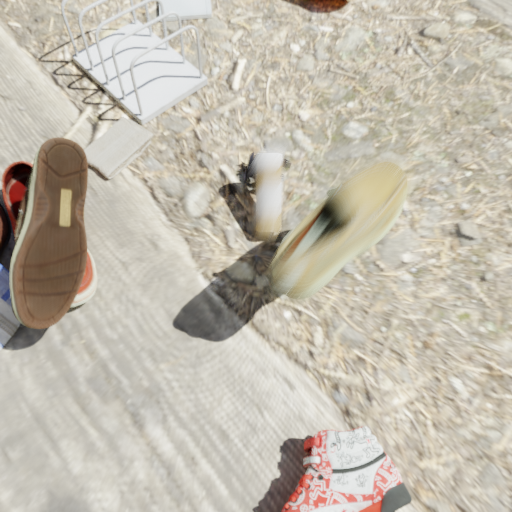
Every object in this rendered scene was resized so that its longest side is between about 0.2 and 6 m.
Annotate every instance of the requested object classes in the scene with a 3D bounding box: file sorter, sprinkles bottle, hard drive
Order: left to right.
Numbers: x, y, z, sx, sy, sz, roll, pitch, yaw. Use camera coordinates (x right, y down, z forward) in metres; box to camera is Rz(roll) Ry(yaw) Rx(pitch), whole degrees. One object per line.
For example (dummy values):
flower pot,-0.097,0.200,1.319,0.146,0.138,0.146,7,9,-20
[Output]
file sorter,-2.544,-4.401,11.601,1.778,1.595,2.562,-38,67,-20
hard drive,-1.681,-5.898,13.262,1.216,0.162,0.802,-6,61,-3
sprinkles bottle,0.225,-1.121,9.924,0.470,0.470,1.379,0,98,0

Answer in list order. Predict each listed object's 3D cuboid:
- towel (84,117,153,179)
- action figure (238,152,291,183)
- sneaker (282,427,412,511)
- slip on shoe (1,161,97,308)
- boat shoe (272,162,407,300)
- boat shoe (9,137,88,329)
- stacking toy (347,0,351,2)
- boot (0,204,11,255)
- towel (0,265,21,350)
towel,-2.757,-2.158,11.117,0.883,0.230,1.332,34,67,19
action figure,0.152,-1.621,10.635,1.070,0.546,0.636,15,84,48
sneaker,0.765,3.271,7.709,2.477,0.827,1.328,-19,61,-15
slip on shoe,-3.691,-0.417,9.721,1.139,0.941,3.075,-24,65,-15
boat shoe,1.260,-0.560,7.806,0.965,1.025,2.692,30,62,28
boat shoe,-3.248,-0.321,8.815,1.082,1.084,2.931,16,77,-34
stacking toy,1.307,-6.704,13.244,2.055,1.501,1.501,0,59,19
boot,-4.834,-0.647,9.091,0.767,2.240,2.108,-3,61,-2
towel,-4.474,1.053,8.606,0.254,1.565,2.130,7,54,39
